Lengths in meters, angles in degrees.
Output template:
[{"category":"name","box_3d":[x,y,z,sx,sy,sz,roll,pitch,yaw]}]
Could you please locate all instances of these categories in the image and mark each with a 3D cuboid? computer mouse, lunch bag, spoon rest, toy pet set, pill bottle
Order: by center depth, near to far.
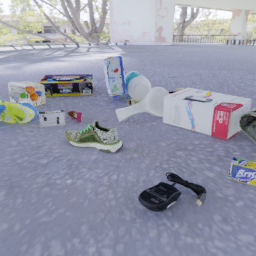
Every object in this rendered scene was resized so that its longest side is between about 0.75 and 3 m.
[{"category":"computer mouse","box_3d":[1.013,1.563,6.142,1.140,0.374,1.623,20,24,30]},{"category":"lunch bag","box_3d":[5.023,-0.097,8.260,2.272,1.629,2.770,-14,27,-13]},{"category":"toy pet set","box_3d":[-5.142,-0.817,11.139,2.771,1.471,2.587,-6,-5,4]},{"category":"spoon rest","box_3d":[0.802,-0.894,11.389,2.586,1.285,0.784,-21,1,-27]},{"category":"lunch bag","box_3d":[-0.625,-2.398,13.467,0.910,1.930,2.409,-10,7,-5]},{"category":"pill bottle","box_3d":[0.480,-2.145,14.352,1.200,1.200,2.167,-4,22,-9]}]

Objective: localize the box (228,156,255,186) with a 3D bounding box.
[{"category":"box","box_3d":[3.252,1.148,6.920,1.399,0.490,0.450,13,25,30]}]

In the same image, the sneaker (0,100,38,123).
[{"category":"sneaker","box_3d":[-4.677,-0.680,11.337,2.296,0.870,1.206,15,13,16]}]

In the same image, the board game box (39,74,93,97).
[{"category":"board game box","box_3d":[-3.347,-2.410,15.559,2.808,0.796,2.321,-2,23,-7]}]

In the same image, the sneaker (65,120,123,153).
[{"category":"sneaker","box_3d":[-1.104,0.127,8.947,2.041,0.904,0.785,8,23,21]}]

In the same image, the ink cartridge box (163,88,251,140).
[{"category":"ink cartridge box","box_3d":[2.944,-0.644,10.597,2.673,1.144,1.973,19,29,36]}]

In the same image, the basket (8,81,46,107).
[{"category":"basket","box_3d":[-4.763,-1.641,13.261,1.564,1.060,0.965,14,23,32]}]

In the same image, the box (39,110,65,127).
[{"category":"box","box_3d":[-2.888,-0.355,10.687,0.940,0.548,0.283,-7,20,-13]}]

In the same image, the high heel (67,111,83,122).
[{"category":"high heel","box_3d":[-2.125,-0.470,11.157,0.567,0.397,1.179,5,5,-15]}]

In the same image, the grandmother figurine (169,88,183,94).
[{"category":"grandmother figurine","box_3d":[2.180,-1.483,13.441,1.326,0.662,2.187,28,33,20]}]

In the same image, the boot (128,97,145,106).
[{"category":"boot","box_3d":[0.689,-1.106,12.633,1.097,0.511,1.418,-6,17,-18]}]
